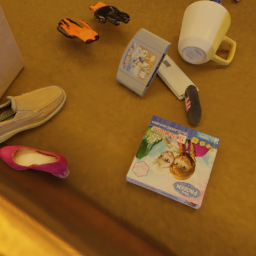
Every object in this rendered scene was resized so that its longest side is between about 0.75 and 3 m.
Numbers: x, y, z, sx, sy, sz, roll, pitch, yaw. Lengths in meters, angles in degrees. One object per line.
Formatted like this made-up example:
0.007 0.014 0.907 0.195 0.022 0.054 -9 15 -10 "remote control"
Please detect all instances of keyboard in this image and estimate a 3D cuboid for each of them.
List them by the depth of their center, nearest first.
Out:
1.218 -2.123 9.476 0.803 0.152 2.854 -24 65 -25 "keyboard"

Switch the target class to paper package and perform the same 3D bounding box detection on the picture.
-4.474 -1.933 8.039 1.372 2.528 2.652 17 61 9 "paper package"

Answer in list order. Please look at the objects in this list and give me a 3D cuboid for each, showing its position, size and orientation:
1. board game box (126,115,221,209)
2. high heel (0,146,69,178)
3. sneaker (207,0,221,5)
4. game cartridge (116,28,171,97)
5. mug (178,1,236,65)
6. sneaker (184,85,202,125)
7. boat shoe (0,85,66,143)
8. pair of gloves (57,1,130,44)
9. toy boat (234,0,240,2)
1.238 0.844 7.533 1.997 0.411 1.992 19 64 11 "board game box"
-2.555 0.754 7.333 2.092 1.003 0.705 21 61 12 "high heel"
3.560 -5.660 11.325 0.696 0.724 1.847 2 59 0 "sneaker"
0.391 -2.056 8.721 1.219 1.831 0.380 34 21 15 "game cartridge"
2.611 -3.003 9.325 1.989 1.593 1.633 16 68 16 "mug"
1.968 -0.667 8.559 0.432 0.505 1.231 -1 81 -3 "sneaker"
-3.089 -0.511 8.038 2.843 1.083 1.019 -36 65 -20 "boat shoe"
-1.212 -3.709 9.842 2.352 0.291 2.096 -34 52 -22 "pair of gloves"
4.388 -5.512 11.453 0.500 0.499 0.765 9 55 40 "toy boat"
